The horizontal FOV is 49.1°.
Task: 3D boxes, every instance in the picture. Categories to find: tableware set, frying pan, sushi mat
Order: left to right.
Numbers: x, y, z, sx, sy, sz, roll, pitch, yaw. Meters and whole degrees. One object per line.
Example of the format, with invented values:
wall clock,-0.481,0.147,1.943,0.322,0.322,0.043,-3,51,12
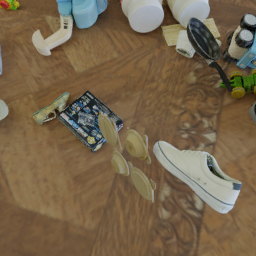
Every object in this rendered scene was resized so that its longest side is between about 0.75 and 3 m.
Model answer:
tableware set,-0.037,0.564,5.855,0.226,1.624,1.944,-26,33,-25
sushi mat,2.145,-3.322,9.677,1.928,0.117,0.922,-12,66,-6
frying pan,2.396,-2.120,8.014,1.420,0.382,2.348,-33,91,-49

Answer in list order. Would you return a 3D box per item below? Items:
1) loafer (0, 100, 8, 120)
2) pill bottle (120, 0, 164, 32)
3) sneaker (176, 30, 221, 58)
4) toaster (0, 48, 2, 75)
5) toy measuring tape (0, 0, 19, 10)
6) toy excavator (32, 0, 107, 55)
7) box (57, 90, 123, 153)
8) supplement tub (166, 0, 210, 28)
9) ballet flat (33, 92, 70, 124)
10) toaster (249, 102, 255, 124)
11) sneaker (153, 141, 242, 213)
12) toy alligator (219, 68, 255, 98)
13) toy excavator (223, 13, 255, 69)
loafer,-4.590,-0.752,7.927,2.825,0.965,1.069,25,92,18
pill bottle,0.385,-4.584,9.569,1.403,1.403,2.421,-9,64,-5
sneaker,2.270,-2.617,9.177,1.419,0.523,0.820,15,77,5
toaster,-4.905,-2.344,8.640,1.698,1.114,1.878,-14,65,-7
toy measuring tape,-4.645,-4.631,10.096,1.481,0.545,0.545,13,65,6
toy excavator,-1.909,-3.767,9.381,2.498,1.283,2.569,-5,73,-1
box,-1.070,-0.217,8.024,1.523,0.350,1.210,41,71,18
supplement tub,1.981,-4.404,9.546,1.222,1.222,1.681,-12,62,-6
ballet flat,-2.153,-0.548,8.195,1.273,0.450,0.450,-38,70,-17
toaster,4.660,-0.633,7.359,2.197,1.987,1.304,-14,68,-6
sneaker,1.251,0.691,5.151,1.863,0.680,0.660,39,110,35
toy alligator,3.935,-1.324,8.262,2.344,0.563,0.777,-5,60,20
toy excavator,4.165,-2.186,8.696,2.180,1.089,2.120,23,67,1
